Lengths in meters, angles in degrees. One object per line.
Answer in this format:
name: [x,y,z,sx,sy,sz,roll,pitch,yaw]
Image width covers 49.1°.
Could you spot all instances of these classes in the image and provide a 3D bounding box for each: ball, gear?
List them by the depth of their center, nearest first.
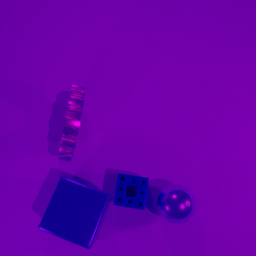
ball: [1.283,2.015,7.435,1.034,1.034,1.034,0,79,0]
gear: [-1.518,-0.127,7.501,0.369,1.994,1.994,11,78,-13]

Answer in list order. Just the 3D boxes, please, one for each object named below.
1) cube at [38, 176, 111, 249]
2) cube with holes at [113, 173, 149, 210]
cube: [-1.296,2.189,7.315,1.342,1.342,1.342,20,73,4]
cube with holes: [0.086,1.743,7.740,0.833,0.833,0.833,9,79,2]
